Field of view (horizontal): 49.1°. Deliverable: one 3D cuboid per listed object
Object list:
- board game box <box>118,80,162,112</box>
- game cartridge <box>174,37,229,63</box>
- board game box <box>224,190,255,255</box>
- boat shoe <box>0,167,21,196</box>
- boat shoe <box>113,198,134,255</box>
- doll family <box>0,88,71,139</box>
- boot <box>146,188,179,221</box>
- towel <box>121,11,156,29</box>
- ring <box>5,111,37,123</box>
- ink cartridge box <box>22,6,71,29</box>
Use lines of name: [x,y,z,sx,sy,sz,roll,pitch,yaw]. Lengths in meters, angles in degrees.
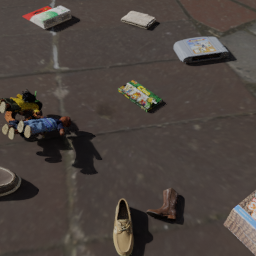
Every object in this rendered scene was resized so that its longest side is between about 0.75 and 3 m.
board game box: [0.404,-1.127,9.636,0.755,0.169,1.440,-33,56,-29]
game cartridge: [2.938,-3.227,11.435,1.961,0.407,1.306,-10,52,-9]
board game box: [3.305,2.031,6.277,1.684,0.816,1.343,-29,54,-25]
boat shoe: [-3.933,1.175,7.149,2.331,0.694,0.837,8,48,7]
boat shoe: [-0.123,2.235,6.374,0.449,0.406,1.259,-4,48,-4]
doll family: [-2.869,-0.354,8.261,2.701,1.060,1.561,42,25,24]
boot: [0.857,1.812,6.860,0.751,0.259,0.806,15,51,-3]
towel: [0.499,-5.123,13.232,1.471,0.254,0.975,23,51,20]
ring: [-3.420,-0.455,9.059,1.044,0.100,1.044,0,47,0]
ink cartridge box: [-3.949,-5.513,13.463,1.958,0.490,1.575,36,56,26]
